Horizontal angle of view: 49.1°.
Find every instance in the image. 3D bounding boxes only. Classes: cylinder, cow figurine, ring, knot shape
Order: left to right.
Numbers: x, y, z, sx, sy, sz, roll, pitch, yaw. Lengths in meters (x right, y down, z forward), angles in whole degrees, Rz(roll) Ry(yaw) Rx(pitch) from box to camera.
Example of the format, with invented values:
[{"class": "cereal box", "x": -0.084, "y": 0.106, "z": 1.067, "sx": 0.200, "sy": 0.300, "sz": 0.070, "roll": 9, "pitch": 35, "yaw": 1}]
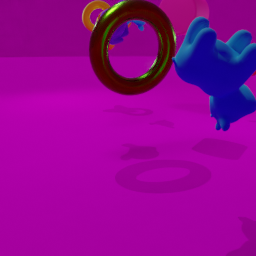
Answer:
[{"class": "knot shape", "x": -0.783, "y": -4.484, "z": 11.978, "sx": 1.937, "sy": 2.070, "sz": 0.957, "roll": -9, "pitch": 33, "yaw": 31}, {"class": "ring", "x": 0.141, "y": -1.672, "z": 6.028, "sx": 2.017, "sy": 2.017, "sz": 0.403, "roll": -7, "pitch": 26, "yaw": -22}, {"class": "cylinder", "x": 1.535, "y": -3.123, "z": 7.678, "sx": 1.087, "sy": 1.087, "sz": 1.087, "roll": 10, "pitch": 22, "yaw": 31}, {"class": "cow figurine", "x": 1.182, "y": -0.634, "z": 3.802, "sx": 1.405, "sy": 1.383, "sz": 0.771, "roll": 12, "pitch": 41, "yaw": -14}]

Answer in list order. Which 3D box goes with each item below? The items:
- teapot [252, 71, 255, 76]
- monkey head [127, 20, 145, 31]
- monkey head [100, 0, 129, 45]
[{"class": "teapot", "x": 4.406, "y": -2.399, "z": 9.704, "sx": 0.837, "sy": 1.709, "sz": 1.063, "roll": 46, "pitch": 26, "yaw": 2}, {"class": "monkey head", "x": 0.315, "y": -3.898, "z": 10.015, "sx": 0.661, "sy": 0.790, "sz": 1.097, "roll": 34, "pitch": -18, "yaw": 14}, {"class": "monkey head", "x": -0.498, "y": -2.711, "z": 7.396, "sx": 1.007, "sy": 0.843, "sz": 1.400, "roll": 11, "pitch": 57, "yaw": 36}]
